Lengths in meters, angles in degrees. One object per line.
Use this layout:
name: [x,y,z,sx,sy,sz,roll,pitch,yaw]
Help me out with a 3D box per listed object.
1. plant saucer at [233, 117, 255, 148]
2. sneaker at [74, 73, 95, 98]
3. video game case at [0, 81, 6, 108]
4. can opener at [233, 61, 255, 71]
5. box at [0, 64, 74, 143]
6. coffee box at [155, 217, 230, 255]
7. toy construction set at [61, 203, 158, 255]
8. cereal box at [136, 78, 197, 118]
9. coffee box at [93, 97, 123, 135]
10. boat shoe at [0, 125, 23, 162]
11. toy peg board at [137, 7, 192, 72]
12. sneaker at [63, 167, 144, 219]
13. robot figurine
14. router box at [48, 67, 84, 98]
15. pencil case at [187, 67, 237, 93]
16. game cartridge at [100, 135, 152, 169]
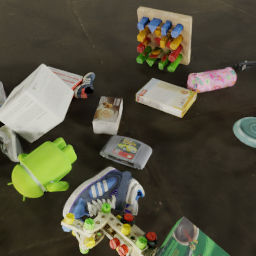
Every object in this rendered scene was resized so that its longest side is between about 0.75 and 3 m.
plant saucer: [5.069,0.105,10.957,1.772,0.243,1.772,0,42,0]
sneaker: [-1.804,-1.944,13.029,0.698,0.619,1.652,15,53,18]
video game case: [-6.579,-1.066,12.236,2.368,0.286,2.597,-18,44,-19]
can opener: [6.291,-3.315,14.653,1.500,0.476,0.590,-11,42,-11]
box: [-3.386,-0.911,10.443,1.923,1.655,1.932,-31,31,28]
coffee box: [1.790,3.320,6.561,2.198,0.483,1.351,41,51,10]
toy construction set: [-0.305,2.968,6.960,1.738,1.221,2.651,-8,44,-46]
cereal box: [1.698,-1.397,12.487,2.264,0.448,1.629,23,46,24]
coffee box: [-0.780,-0.530,11.347,0.941,0.656,1.646,5,42,6]
boat shoe: [-4.294,0.562,10.078,0.681,0.783,2.125,-25,43,-16]
toy peg board: [1.629,-4.307,14.253,2.807,2.795,1.373,21,61,22]
sneaker: [-0.549,2.158,8.113,1.634,0.899,2.232,28,46,30]
robot figurine: [-2.650,1.271,8.760,1.854,1.223,2.113,34,62,28]
router box: [-3.455,-1.955,13.048,2.220,0.542,1.993,20,45,21]
pencil case: [3.891,-2.256,13.101,2.251,0.984,0.984,-11,43,-13]
game cartridge: [-0.040,0.817,10.108,1.651,0.337,1.099,17,40,18]
